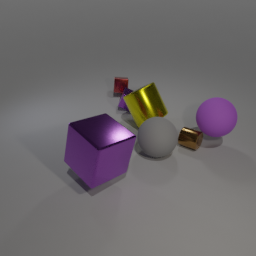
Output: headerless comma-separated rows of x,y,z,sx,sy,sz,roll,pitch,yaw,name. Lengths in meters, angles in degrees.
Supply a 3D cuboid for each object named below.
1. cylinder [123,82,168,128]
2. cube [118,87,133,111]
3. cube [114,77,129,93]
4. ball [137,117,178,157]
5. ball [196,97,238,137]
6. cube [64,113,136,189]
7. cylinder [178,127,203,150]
0.720,-0.937,11.357,1.400,1.400,1.400,-26,8,4,cylinder
0.020,-1.314,12.909,0.700,0.700,0.700,21,36,-9,cube
-0.359,-2.205,14.297,0.700,0.700,0.700,3,19,-4,cube
1.016,0.313,9.667,1.400,1.400,1.400,0,30,0,ball
3.115,-0.377,9.885,1.400,1.400,1.400,0,30,0,ball
-0.838,0.608,8.137,1.400,1.400,1.400,-19,44,-42,cube
2.296,0.377,10.267,0.700,0.700,0.700,20,36,31,cylinder
